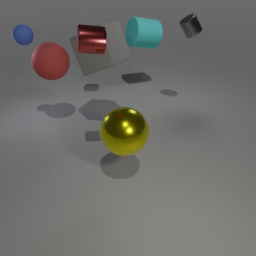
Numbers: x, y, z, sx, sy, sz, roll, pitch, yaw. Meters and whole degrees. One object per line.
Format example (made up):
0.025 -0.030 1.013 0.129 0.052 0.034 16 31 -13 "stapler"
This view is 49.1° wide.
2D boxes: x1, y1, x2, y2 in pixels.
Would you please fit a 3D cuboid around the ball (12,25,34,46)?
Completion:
-3.669 -3.251 9.808 0.700 0.700 0.700 0 31 0 "ball"

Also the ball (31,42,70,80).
-2.905 -2.509 10.556 1.400 1.400 1.400 0 31 0 "ball"

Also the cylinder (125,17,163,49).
0.782 -4.746 14.026 1.400 1.400 1.400 -3 30 -28 "cylinder"

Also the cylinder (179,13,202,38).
2.546 -4.129 11.332 0.700 0.700 0.700 -29 28 17 "cylinder"

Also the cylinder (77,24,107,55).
-0.946 -2.267 7.193 0.700 0.700 0.700 0 31 -14 "cylinder"

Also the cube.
-0.962 -2.866 10.102 1.400 1.400 1.400 -12 17 31 "cube"

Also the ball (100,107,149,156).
-0.098 0.097 7.917 1.400 1.400 1.400 0 31 0 "ball"
